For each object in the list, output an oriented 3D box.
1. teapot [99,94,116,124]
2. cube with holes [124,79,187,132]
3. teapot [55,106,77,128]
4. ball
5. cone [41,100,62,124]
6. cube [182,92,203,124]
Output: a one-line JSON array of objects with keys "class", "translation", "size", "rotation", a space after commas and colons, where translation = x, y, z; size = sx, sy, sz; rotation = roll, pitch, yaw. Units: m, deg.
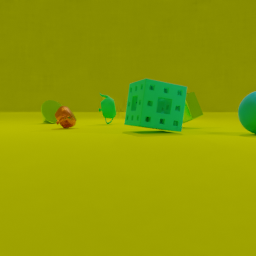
[{"class": "teapot", "translation": [-0.808, -0.781, 10.693], "size": [0.644, 1.315, 0.818], "rotation": [-10, -15, 0]}, {"class": "cube with holes", "translation": [0.633, -0.514, 6.748], "size": [1.049, 1.049, 1.049], "rotation": [8, 0, -20]}, {"class": "teapot", "translation": [-1.848, -0.277, 8.098], "size": [0.541, 0.687, 1.105], "rotation": [-34, 8, 0]}, {"class": "ball", "translation": [2.851, -0.326, 5.963], "size": [0.947, 0.947, 0.947], "rotation": [0, 4, 0]}, {"class": "cone", "translation": [-3.281, -0.442, 11.506], "size": [1.043, 1.043, 1.047], "rotation": [-3, -22, -44]}, {"class": "cube", "translation": [1.644, -0.552, 8.417], "size": [0.784, 0.784, 0.784], "rotation": [-23, -3, 39]}]
